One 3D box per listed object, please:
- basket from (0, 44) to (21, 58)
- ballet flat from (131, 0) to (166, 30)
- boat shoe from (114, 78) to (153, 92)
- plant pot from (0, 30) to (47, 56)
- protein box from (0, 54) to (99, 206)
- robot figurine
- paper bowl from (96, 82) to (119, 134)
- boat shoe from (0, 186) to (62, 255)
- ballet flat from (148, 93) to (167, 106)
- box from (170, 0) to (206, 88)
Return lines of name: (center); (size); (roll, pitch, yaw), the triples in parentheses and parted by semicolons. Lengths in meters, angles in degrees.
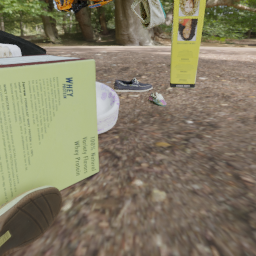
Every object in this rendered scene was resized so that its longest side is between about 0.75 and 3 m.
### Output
basket: (-3.384, -0.454, 5.533); (2.265, 2.245, 1.822); (7, 25, 16)
ballet flat: (0.380, -3.610, 7.555); (0.881, 0.881, 2.537); (9, -20, 24)
boat shoe: (0.242, -1.850, 11.951); (1.713, 0.537, 0.622); (-5, 20, -13)
plant pot: (-4.775, -2.586, 11.456); (2.260, 2.548, 2.541); (-1, 16, -38)
protein box: (-1.714, -0.044, 4.491); (1.403, 2.065, 2.080); (16, 25, 39)
robot figurine: (-1.051, -3.312, 6.475); (1.803, 1.307, 0.525); (-14, 53, 6)
paper bowl: (-1.045, -0.432, 6.994); (1.614, 0.839, 1.614); (4, 42, -4)
boat shoe: (-1.545, 1.186, 3.332); (0.651, 0.612, 1.709); (-2, 16, 32)
ballet flat: (1.034, -1.063, 9.976); (0.354, 0.365, 1.025); (-6, 20, -23)
box: (1.350, -2.257, 6.490); (0.677, 2.703, 1.017); (3, 48, 9)
